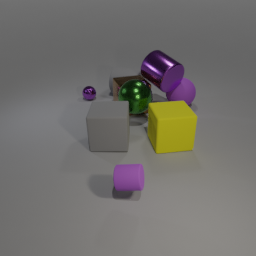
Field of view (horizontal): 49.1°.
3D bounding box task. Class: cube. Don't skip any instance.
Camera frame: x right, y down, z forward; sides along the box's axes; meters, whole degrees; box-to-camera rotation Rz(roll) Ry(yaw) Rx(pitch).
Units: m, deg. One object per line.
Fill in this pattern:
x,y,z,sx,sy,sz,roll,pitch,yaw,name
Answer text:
1.563,-0.061,10.275,1.400,1.400,1.400,-5,29,-8,cube
-0.679,-0.083,10.272,1.400,1.400,1.400,0,29,3,cube
0.157,-1.507,12.895,1.400,1.400,1.400,-9,30,-15,cube

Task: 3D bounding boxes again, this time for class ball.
0.293,-1.254,11.290,1.400,1.400,1.400,0,29,0,ball
-1.942,-1.759,14.055,0.700,0.700,0.700,0,29,0,ball
2.482,-1.677,13.206,1.400,1.400,1.400,0,29,0,ball

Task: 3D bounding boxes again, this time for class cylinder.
-0.046,-2.362,14.380,1.400,1.400,1.400,16,33,22,cylinder
1.509,-2.503,12.343,1.400,1.400,1.400,-21,49,-33,cylinder
0.036,1.319,7.476,0.700,0.700,0.700,-4,28,14,cylinder
